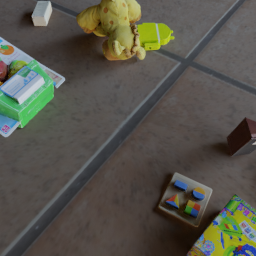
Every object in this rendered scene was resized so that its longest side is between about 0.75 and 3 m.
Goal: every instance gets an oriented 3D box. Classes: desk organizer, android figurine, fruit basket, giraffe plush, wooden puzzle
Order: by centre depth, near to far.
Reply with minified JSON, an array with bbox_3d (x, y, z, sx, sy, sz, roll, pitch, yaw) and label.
[{"bbox_3d":[1.491,1.770,7.181,1.081,0.270,1.167,23,57,17],"label":"wooden puzzle"},{"bbox_3d":[3.168,0.245,7.453,0.549,1.531,0.589,-7,68,-2],"label":"desk organizer"},{"bbox_3d":[-3.956,-1.524,8.682,2.982,1.398,2.762,37,59,1],"label":"fruit basket"},{"bbox_3d":[-0.322,-3.447,10.112,2.393,2.774,2.249,-15,87,-23],"label":"giraffe plush"},{"bbox_3d":[0.949,-3.719,11.209,1.768,0.363,1.609,-4,53,-2],"label":"android figurine"}]

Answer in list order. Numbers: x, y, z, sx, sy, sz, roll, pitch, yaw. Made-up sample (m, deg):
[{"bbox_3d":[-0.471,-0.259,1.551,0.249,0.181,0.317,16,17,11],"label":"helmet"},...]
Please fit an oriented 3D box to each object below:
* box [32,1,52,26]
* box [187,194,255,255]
[{"bbox_3d":[-3.688,-4.933,12.043,0.567,0.465,1.195,3,53,2],"label":"box"},{"bbox_3d":[2.450,2.663,6.059,1.570,0.995,1.630,-38,63,-25],"label":"box"}]
